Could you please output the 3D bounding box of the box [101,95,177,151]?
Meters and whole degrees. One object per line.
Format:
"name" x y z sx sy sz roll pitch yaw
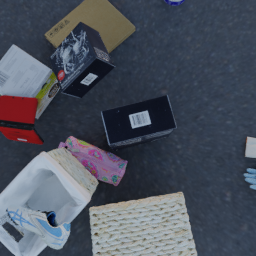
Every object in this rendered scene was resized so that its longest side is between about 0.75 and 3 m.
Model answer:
"box" 0.318 -0.087 9.213 2.116 1.927 1.102 -14 79 -3

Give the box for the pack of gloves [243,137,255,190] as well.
"pack of gloves" 5.116 1.406 9.709 2.169 0.428 1.823 11 71 11

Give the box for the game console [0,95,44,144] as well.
"game console" -3.301 -0.243 8.720 1.479 1.275 0.878 7 55 21

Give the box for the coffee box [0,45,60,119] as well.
"coffee box" -3.501 -1.508 9.657 1.595 1.578 1.593 32 81 6

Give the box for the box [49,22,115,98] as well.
"box" -1.466 -2.054 8.659 1.659 0.864 1.511 -38 62 26

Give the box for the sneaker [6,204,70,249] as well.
"sneaker" -2.379 2.452 7.449 2.080 0.748 0.754 17 70 27

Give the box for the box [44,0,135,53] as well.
"box" -1.442 -3.661 10.737 2.735 0.291 2.236 -44 83 -8

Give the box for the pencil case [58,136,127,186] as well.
"pencil case" -1.203 1.099 9.475 2.319 1.014 1.014 25 80 4

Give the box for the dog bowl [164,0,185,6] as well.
"dog bowl" 1.847 -5.350 11.016 0.980 0.386 0.980 0 80 0

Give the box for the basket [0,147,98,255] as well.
"basket" -2.471 2.162 8.448 1.934 1.760 2.854 45 103 2

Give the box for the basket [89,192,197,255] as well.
"basket" 0.373 3.244 8.190 2.799 2.774 2.251 -10 75 -1
